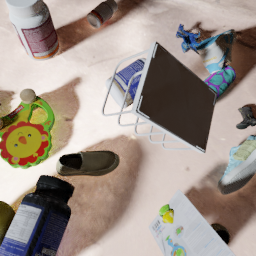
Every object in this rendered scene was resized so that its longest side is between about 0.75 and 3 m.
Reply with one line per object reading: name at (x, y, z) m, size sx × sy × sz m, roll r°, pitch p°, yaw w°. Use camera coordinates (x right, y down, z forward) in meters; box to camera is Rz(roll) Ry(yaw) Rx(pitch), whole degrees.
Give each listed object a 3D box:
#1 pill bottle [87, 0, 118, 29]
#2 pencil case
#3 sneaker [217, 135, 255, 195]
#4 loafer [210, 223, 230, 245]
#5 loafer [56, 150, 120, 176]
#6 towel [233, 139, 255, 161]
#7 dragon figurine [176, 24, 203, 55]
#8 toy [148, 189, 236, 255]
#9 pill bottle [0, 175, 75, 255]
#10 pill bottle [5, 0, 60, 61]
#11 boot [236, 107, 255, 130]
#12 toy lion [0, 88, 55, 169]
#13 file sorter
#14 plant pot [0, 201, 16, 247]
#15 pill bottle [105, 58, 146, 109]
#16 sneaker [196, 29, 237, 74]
pill bottle at (-1.118, -5.110, 12.430) m, size 0.762 × 0.762 × 1.390 m, roll 33°, pitch 67°, yaw 16°
pencil case at (3.093, -1.536, 10.466) m, size 2.080 × 0.885 × 0.961 m, roll -41°, pitch 115°, yaw -20°
sneaker at (3.662, 1.165, 9.253) m, size 2.423 × 0.895 × 0.993 m, roll -39°, pitch 37°, yaw -12°
loafer at (1.964, 3.560, 7.871) m, size 2.416 × 0.815 × 0.918 m, roll -41°, pitch 70°, yaw -19°
loafer at (-1.332, 1.149, 9.177) m, size 2.144 × 0.732 × 0.811 m, roll -9°, pitch 63°, yaw -5°
towel at (3.318, 0.619, 7.943) m, size 0.180 × 0.988 × 0.733 m, roll 40°, pitch 93°, yaw 4°
dragon figurine at (2.554, -3.531, 11.707) m, size 0.990 × 0.586 × 1.991 m, roll -3°, pitch 62°, yaw -2°
toy at (1.703, 3.090, 7.485) m, size 1.561 × 0.640 × 2.712 m, roll -53°, pitch 35°, yaw 8°
pill bottle at (-2.501, 2.760, 7.920) m, size 1.483 × 1.483 × 2.652 m, roll 15°, pitch 63°, yaw 8°
pill bottle at (-3.628, -3.983, 10.803) m, size 1.478 × 2.590 × 1.478 m, roll 0°, pitch 62°, yaw 0°
boot at (4.240, -0.393, 10.264) m, size 0.941 × 0.326 × 0.819 m, roll -11°, pitch 57°, yaw -10°
toy lion at (-3.514, 0.124, 9.777) m, size 2.328 × 0.834 × 2.428 m, roll 39°, pitch 68°, yaw 11°
file sorter at (0.741, -0.542, 6.616) m, size 2.313 × 1.440 × 1.605 m, roll 29°, pitch 69°, yaw -35°
plant pot at (-3.893, 2.730, 8.118) m, size 1.453 × 1.453 × 1.031 m, roll 30°, pitch 38°, yaw 15°
pill bottle at (0.316, -1.526, 8.780) m, size 1.869 × 1.081 × 1.081 m, roll -36°, pitch 68°, yaw -8°
sneaker at (3.601, -3.072, 11.082) m, size 2.892 × 1.106 × 1.168 m, roll -41°, pitch 109°, yaw -43°
